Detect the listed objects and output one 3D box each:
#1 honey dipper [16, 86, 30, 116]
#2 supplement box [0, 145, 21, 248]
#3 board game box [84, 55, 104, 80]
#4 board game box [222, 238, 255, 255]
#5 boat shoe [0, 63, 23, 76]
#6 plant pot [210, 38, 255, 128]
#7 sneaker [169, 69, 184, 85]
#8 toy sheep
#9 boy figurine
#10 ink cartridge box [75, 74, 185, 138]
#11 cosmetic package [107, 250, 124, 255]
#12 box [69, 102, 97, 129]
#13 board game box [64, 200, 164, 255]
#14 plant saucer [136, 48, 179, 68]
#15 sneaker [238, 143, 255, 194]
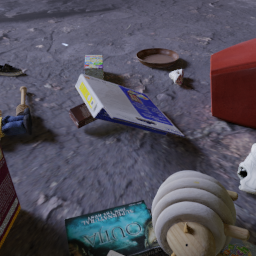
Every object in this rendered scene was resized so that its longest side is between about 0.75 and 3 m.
[{"bbox_3d":[-3.975,-0.988,10.614,0.484,0.484,2.546,-11,32,-15],"label":"honey dipper"},{"bbox_3d":[-3.151,1.204,5.436,1.125,2.626,1.449,3,35,4],"label":"supplement box"},{"bbox_3d":[-1.510,-2.629,12.589,0.804,0.819,1.561,-3,36,-5],"label":"board game box"},{"bbox_3d":[2.412,2.743,5.160,1.456,0.266,1.102,17,37,36],"label":"board game box"},{"bbox_3d":[-5.707,-2.783,13.094,1.522,0.504,0.532,6,35,9],"label":"boat shoe"},{"bbox_3d":[4.077,-1.588,9.818,2.278,2.583,2.585,0,33,18],"label":"plant pot"},{"bbox_3d":[2.111,-2.218,12.417,0.642,0.483,1.289,-2,27,19],"label":"sneaker"},{"bbox_3d":[1.340,1.706,5.660,1.794,1.794,2.602,6,18,8],"label":"toy sheep"},{"bbox_3d":[-4.393,-0.105,8.985,2.502,0.806,1.555,-5,38,-11],"label":"boy figurine"},{"bbox_3d":[0.011,-0.542,8.747,2.739,0.651,2.772,14,28,-35],"label":"ink cartridge box"},{"bbox_3d":[0.633,3.124,4.104,2.734,0.999,1.416,16,38,21],"label":"cosmetic package"},{"bbox_3d":[-1.305,-0.542,9.451,1.225,0.459,0.613,-27,68,-26],"label":"box"},{"bbox_3d":[-0.329,2.284,5.963,1.883,0.265,1.273,-11,36,-15],"label":"board game box"},{"bbox_3d":[1.500,-3.580,14.376,2.200,0.379,2.200,1,34,0],"label":"plant saucer"},{"bbox_3d":[3.359,1.015,7.489,0.782,0.725,1.929,4,33,20],"label":"sneaker"}]
